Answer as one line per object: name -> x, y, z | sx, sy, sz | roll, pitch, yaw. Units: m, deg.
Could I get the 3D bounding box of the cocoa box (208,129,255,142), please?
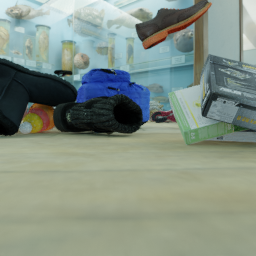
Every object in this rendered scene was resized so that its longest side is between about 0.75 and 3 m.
cocoa box -> 1.967, -0.109, 5.345 | 1.038, 0.681, 0.692 | 1, 3, 25

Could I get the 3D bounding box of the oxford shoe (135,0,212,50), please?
oxford shoe -> 1.472, -3.574, 9.024 | 2.633, 0.955, 0.937 | -30, 4, -6

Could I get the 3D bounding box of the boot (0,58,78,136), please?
boot -> -2.431, -0.549, 6.640 | 2.305, 1.936, 0.880 | 21, -46, -20

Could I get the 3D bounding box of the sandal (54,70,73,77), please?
sandal -> -3.180, -2.641, 13.586 | 1.008, 0.241, 0.379 | 4, -19, 19

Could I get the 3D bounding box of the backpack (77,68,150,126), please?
backpack -> -0.432, -0.967, 9.637 | 2.437, 2.045, 1.980 | 3, 9, -17

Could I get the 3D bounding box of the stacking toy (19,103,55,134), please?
stacking toy -> -2.468, -0.175, 7.409 | 0.884, 0.884, 1.210 | 1, 18, 10

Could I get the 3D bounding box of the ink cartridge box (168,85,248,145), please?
ink cartridge box -> 1.566, -0.358, 4.734 | 1.549, 0.371, 1.127 | -15, 39, 4

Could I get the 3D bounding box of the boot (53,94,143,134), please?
boot -> -0.377, -0.372, 7.167 | 1.927, 0.970, 2.578 | -5, 9, 33

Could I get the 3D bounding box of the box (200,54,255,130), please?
box -> 2.118, -0.502, 4.417 | 1.879, 0.454, 1.488 | 14, 36, 3

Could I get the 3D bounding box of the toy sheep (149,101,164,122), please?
toy sheep -> 1.590, -1.076, 17.654 | 1.398, 1.398, 2.027 | 0, 16, -6

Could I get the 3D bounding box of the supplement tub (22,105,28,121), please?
supplement tub -> -3.807, -0.681, 8.160 | 1.531, 1.531, 2.120 | -1, 3, -25

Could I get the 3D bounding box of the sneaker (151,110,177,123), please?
sneaker -> 2.290, -0.684, 15.354 | 2.043, 0.824, 0.763 | 0, 1, 5
